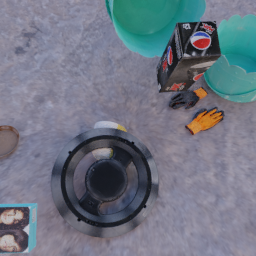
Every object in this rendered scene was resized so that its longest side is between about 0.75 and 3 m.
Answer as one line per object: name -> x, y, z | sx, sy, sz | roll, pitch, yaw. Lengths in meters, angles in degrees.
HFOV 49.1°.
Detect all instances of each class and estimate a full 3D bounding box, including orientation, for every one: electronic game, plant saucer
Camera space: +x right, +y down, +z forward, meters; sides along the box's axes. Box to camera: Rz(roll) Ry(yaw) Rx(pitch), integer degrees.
electronic game -> -0.569, 1.379, 7.398 | 2.851, 0.593, 2.851 | 2, 75, -9
plant saucer -> -3.872, 0.425, 8.605 | 1.134, 0.195, 1.134 | 0, 58, 0

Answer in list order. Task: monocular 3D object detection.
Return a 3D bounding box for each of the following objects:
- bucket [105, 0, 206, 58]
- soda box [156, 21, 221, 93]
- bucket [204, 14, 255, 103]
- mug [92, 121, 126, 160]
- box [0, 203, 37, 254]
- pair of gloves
bucket -> 0.684, -3.605, 8.093 | 2.788, 2.788, 1.814 | -9, 34, -6
soda box -> 1.433, -1.700, 7.274 | 0.941, 2.659, 0.842 | -4, 82, -5
bucket -> 3.879, -2.236, 9.336 | 2.654, 1.727, 2.654 | 0, 60, -1
mug -> -0.505, 0.445, 8.161 | 1.201, 0.962, 0.986 | 2, 64, 22
box -> -2.799, 1.874, 5.230 | 2.045, 0.503, 0.841 | 0, 81, -5
pair of gloves -> 2.278, -0.641, 9.284 | 1.487, 0.206, 1.669 | -25, 60, -15
